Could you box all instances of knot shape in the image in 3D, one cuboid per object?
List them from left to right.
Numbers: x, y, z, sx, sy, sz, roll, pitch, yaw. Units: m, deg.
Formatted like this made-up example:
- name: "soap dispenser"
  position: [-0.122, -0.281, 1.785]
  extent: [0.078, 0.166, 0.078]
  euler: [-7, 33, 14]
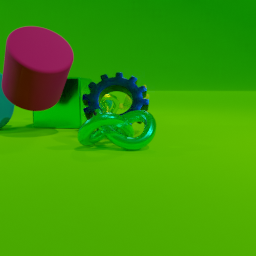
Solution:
- name: "knot shape"
  position: [-0.865, -0.653, 8.526]
  extent: [0.581, 1.257, 1.176]
  euler: [-17, 36, 43]
- name: "knot shape"
  position: [-0.233, -0.019, 4.938]
  extent: [1.319, 0.609, 1.234]
  euler: [-1, 9, -11]

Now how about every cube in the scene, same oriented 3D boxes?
- name: "cube"
  position: [-1.698, -0.695, 7.459]
  extent: [1.259, 1.259, 1.259]
  euler: [1, 8, 6]

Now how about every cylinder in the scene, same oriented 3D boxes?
- name: "cylinder"
  position: [-3.730, -0.661, 6.717]
  extent: [1.379, 1.379, 1.379]
  euler: [2, 8, 16]
- name: "cylinder"
  position: [-1.901, -1.204, 5.835]
  extent: [1.261, 1.261, 1.261]
  euler: [-5, -30, -31]

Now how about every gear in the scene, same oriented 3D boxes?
- name: "gear"
  position: [-0.274, -0.568, 6.238]
  extent: [1.445, 1.445, 0.267]
  euler: [0, -26, 1]

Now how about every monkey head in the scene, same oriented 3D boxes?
- name: "monkey head"
  position: [0.306, -0.856, 9.443]
  extent: [1.286, 0.926, 0.775]
  euler: [-35, -37, 28]

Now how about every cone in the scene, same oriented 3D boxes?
- name: "cone"
  position: [-1.045, -1.045, 9.535]
  extent: [0.927, 0.927, 0.931]
  euler: [-1, 29, -10]
